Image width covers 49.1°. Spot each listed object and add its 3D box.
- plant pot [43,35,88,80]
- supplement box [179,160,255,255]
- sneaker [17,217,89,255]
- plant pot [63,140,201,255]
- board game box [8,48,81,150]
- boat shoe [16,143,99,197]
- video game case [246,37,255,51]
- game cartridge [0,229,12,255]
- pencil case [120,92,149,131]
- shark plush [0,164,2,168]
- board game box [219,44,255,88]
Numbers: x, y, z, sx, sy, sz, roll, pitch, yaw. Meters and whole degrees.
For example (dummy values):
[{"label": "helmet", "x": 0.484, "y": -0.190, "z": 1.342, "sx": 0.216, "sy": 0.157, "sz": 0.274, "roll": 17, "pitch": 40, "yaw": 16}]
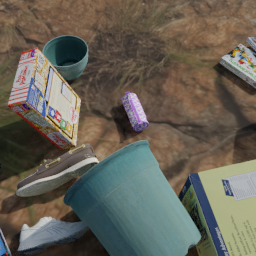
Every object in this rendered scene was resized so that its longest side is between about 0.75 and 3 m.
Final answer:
[{"label": "plant pot", "x": -2.508, "y": -2.797, "z": 11.745, "sx": 1.816, "sy": 1.217, "sz": 1.816, "roll": 0, "pitch": 58, "yaw": 1}, {"label": "supplement box", "x": 3.251, "y": 2.578, "z": 8.058, "sx": 2.688, "sy": 1.806, "sz": 2.690, "roll": -11, "pitch": 59, "yaw": -7}, {"label": "sneaker", "x": -2.230, "y": 3.060, "z": 8.380, "sx": 2.152, "sy": 0.802, "sz": 0.937, "roll": -12, "pitch": 57, "yaw": -8}, {"label": "plant pot", "x": 0.238, "y": 2.396, "z": 7.746, "sx": 2.970, "sy": 2.970, "sz": 2.908, "roll": -31, "pitch": 72, "yaw": -18}, {"label": "board game box", "x": -2.643, "y": -0.882, "z": 9.552, "sx": 0.670, "sy": 2.896, "sz": 2.194, "roll": -11, "pitch": 56, "yaw": 17}, {"label": "boat shoe", "x": -2.345, "y": 1.378, "z": 9.129, "sx": 2.785, "sy": 1.001, "sz": 0.829, "roll": -24, "pitch": 64, "yaw": 1}, {"label": "video game case", "x": 6.567, "y": -3.421, "z": 12.469, "sx": 1.839, "sy": 0.232, "sz": 2.019, "roll": -10, "pitch": 55, "yaw": -19}, {"label": "game cartridge", "x": -4.279, "y": 3.811, "z": 8.149, "sx": 1.536, "sy": 0.455, "sz": 2.369, "roll": -32, "pitch": 63, "yaw": -13}, {"label": "pencil case", "x": 0.266, "y": -0.646, "z": 10.731, "sx": 0.666, "sy": 0.678, "sz": 1.587, "roll": -18, "pitch": 61, "yaw": -9}, {"label": "shark plush", "x": -5.512, "y": 1.145, "z": 9.647, "sx": 2.109, "sy": 0.958, "sz": 0.878, "roll": -7, "pitch": 28, "yaw": 1}, {"label": "board game box", "x": 5.272, "y": -2.670, "z": 12.152, "sx": 1.358, "sy": 0.372, "sz": 2.151, "roll": -37, "pitch": 65, "yaw": -20}]
